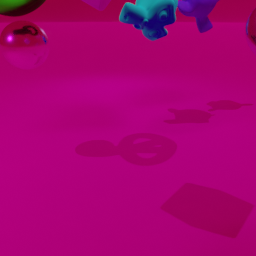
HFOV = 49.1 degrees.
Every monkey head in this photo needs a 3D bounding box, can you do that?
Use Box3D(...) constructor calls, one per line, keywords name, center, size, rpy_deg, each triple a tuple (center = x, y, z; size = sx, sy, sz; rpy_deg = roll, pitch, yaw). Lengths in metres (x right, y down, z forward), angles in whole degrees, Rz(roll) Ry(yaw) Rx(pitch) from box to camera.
Box3D(name="monkey head", center=(0.419, -2.595, 6.028), size=(1.286, 1.788, 1.077), rpy_deg=(4, 60, -20))
Box3D(name="monkey head", center=(1.843, -2.978, 6.846), size=(1.551, 1.116, 0.935), rpy_deg=(-26, 5, -9))

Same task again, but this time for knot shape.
Box3D(name="knot shape", center=(-1.220, -2.435, 3.620), size=(1.902, 1.779, 0.879), rpy_deg=(-15, 65, -24))

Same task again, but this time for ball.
Box3D(name="ball", center=(-1.686, -1.351, 4.588), size=(0.771, 0.771, 0.771), rpy_deg=(0, 23, 0))

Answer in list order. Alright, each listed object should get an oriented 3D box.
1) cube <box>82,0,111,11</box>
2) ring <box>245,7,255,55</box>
Box3D(name="cube", center=(-0.283, -1.537, 1.966), size=(0.802, 0.802, 0.802), rpy_deg=(29, 66, -2))
Box3D(name="ring", center=(2.146, -1.167, 3.321), size=(1.413, 0.283, 1.413), rpy_deg=(-6, 57, 9))
